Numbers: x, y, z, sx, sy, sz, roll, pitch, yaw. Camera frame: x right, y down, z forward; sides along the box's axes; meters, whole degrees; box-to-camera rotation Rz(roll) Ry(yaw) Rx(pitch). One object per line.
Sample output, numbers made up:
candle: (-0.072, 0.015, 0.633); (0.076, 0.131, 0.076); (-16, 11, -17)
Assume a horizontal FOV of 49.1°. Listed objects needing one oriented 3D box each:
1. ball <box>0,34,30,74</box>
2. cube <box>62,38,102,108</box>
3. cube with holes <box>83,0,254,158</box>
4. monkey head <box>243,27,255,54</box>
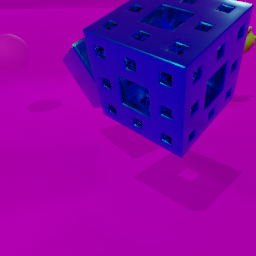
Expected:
ball: (-3.241, -2.017, 7.656); (1.054, 1.054, 1.054); (0, 25, 0)
cube: (-0.362, -1.246, 5.506); (1.238, 1.238, 1.238); (-37, 14, -16)
cube with holes: (0.516, -0.786, 3.639); (1.375, 1.375, 1.375); (29, 58, 30)
monkey head: (3.180, -2.568, 8.162); (1.252, 0.755, 0.901); (-32, 42, -1)
